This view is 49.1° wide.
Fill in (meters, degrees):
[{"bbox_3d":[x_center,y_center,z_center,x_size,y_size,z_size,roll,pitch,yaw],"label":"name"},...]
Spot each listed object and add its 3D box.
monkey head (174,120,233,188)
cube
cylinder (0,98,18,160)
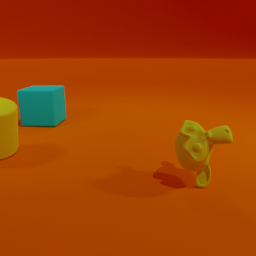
[{"bbox_3d":[1.349,0.318,5.096,0.996,0.834,1.384,-11,59,8],"label":"monkey head"},{"bbox_3d":[-2.828,-0.757,9.351,1.167,1.167,1.167,1,16,6],"label":"cube"},{"bbox_3d":[-3.097,-0.001,6.368,1.109,1.109,1.109,8,26,-4],"label":"cylinder"}]
